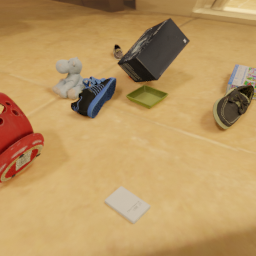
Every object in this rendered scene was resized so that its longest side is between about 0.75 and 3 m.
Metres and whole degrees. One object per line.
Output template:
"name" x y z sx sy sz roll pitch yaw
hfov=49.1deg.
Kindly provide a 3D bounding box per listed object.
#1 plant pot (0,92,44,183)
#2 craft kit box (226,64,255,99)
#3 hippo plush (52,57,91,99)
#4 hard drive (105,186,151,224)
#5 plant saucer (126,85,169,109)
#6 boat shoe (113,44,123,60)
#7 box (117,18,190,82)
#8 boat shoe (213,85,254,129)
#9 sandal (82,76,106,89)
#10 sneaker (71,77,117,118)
"plant pot" -3.700 0.370 8.003 1.947 2.138 2.138 45 48 6
"craft kit box" 6.076 -2.112 13.101 2.487 0.611 2.518 14 38 22
"hippo plush" -2.474 -2.264 12.435 1.920 1.544 1.529 -2 36 -3
"hard drive" -0.017 2.063 7.591 1.055 0.141 0.696 27 44 32
"plant saucer" 0.827 -1.312 12.154 1.376 0.329 1.374 27 43 32
"boat shoe" -0.577 -4.444 16.416 0.570 0.472 1.587 -6 36 -8
"box" 1.065 -3.374 12.577 2.337 1.395 2.377 -51 21 -10
"boat shoe" 4.191 -0.994 10.896 1.050 0.965 2.938 50 45 -1
"sandal" -1.522 -2.064 12.712 0.629 0.689 1.582 -19 12 33
"sneaker" -1.376 -1.459 11.820 1.062 0.956 2.727 18 40 12
